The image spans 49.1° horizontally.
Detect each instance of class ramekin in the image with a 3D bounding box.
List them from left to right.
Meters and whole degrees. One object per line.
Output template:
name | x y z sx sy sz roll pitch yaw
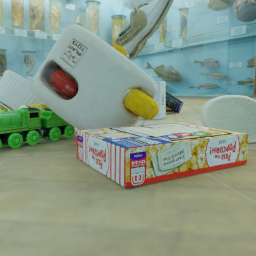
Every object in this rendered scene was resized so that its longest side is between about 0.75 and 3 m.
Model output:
ramekin | -3.233 -0.846 8.788 1.973 0.919 1.973 31 -13 8

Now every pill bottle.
pill bottle | -2.128 -0.236 7.502 0.834 0.834 1.489 8 12 44

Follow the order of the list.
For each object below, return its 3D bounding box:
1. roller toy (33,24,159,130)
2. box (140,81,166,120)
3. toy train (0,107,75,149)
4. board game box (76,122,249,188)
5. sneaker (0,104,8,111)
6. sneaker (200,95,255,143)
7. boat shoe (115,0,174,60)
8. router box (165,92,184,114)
roller toy | -0.654 -1.023 6.336 2.458 1.883 2.694 33 9 -19
box | 0.484 -1.157 11.450 1.957 1.490 1.041 4 10 21
toy train | -2.332 -0.028 6.131 0.617 0.833 2.955 7 10 37
board game box | 0.540 0.310 4.792 2.360 0.546 1.787 -5 10 -29
sneaker | -4.819 -0.417 8.088 2.785 1.050 1.064 -10 13 -43
sneaker | 3.003 -0.198 6.918 2.912 1.092 1.231 6 3 -12
boat shoe | 0.488 -3.419 8.954 0.954 2.790 1.043 31 45 -11
router box | 1.214 -1.406 13.777 1.879 0.624 2.390 23 -6 -33
